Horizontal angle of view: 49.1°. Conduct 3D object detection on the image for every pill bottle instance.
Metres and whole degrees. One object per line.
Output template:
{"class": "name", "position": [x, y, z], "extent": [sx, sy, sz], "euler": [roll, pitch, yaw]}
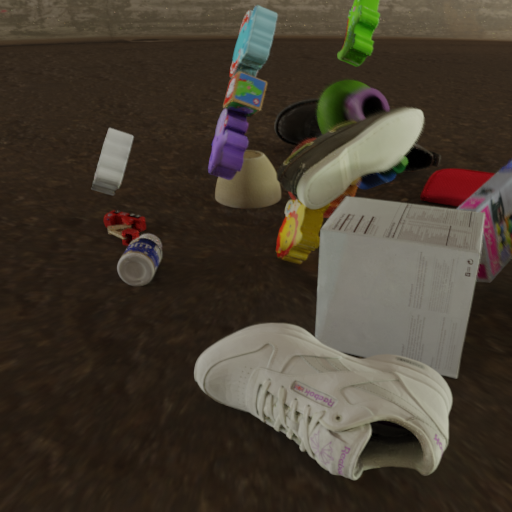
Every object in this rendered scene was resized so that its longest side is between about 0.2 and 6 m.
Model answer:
{"class": "pill bottle", "position": [-1.637, 0.024, 8.060], "extent": [0.513, 0.513, 0.856], "euler": [1, 26, 2]}

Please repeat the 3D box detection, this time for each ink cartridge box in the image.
{"class": "ink cartridge box", "position": [3.246, -0.508, 7.397], "extent": [0.358, 1.018, 1.705], "euler": [4, 32, 47]}

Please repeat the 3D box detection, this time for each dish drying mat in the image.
{"class": "dish drying mat", "position": [5.401, -1.081, 10.433], "extent": [4.283, 0.390, 1.645], "euler": [12, 30, 23]}

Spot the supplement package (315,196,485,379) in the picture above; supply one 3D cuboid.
{"class": "supplement package", "position": [1.612, 0.284, 6.360], "extent": [1.597, 1.527, 1.174], "euler": [10, 28, 20]}

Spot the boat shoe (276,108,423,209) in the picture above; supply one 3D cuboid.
{"class": "boat shoe", "position": [1.354, -1.513, 7.876], "extent": [2.387, 0.853, 0.713], "euler": [-33, 47, -21]}

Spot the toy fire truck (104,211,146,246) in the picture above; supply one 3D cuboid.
{"class": "toy fire truck", "position": [-2.233, -0.475, 9.374], "extent": [0.999, 0.243, 0.704], "euler": [13, 29, 25]}

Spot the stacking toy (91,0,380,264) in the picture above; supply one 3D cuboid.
{"class": "stacking toy", "position": [-0.200, -2.322, 7.965], "extent": [3.184, 4.223, 0.992], "euler": [17, -6, -18]}

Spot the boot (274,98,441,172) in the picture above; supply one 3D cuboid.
{"class": "boot", "position": [2.182, -2.725, 12.884], "extent": [3.453, 1.196, 3.006], "euler": [2, 26, -1]}

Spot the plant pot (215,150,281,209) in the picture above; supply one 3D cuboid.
{"class": "plant pot", "position": [-0.153, -1.551, 10.859], "extent": [1.299, 0.872, 1.299], "euler": [1, 26, 0]}

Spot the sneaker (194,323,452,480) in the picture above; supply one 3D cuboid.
{"class": "sneaker", "position": [0.521, 1.292, 5.031], "extent": [2.414, 0.904, 1.202], "euler": [7, 27, 14]}

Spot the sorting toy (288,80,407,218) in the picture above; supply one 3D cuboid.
{"class": "sorting toy", "position": [1.656, -1.797, 9.187], "extent": [2.751, 1.653, 1.129], "euler": [-60, 18, -18]}
